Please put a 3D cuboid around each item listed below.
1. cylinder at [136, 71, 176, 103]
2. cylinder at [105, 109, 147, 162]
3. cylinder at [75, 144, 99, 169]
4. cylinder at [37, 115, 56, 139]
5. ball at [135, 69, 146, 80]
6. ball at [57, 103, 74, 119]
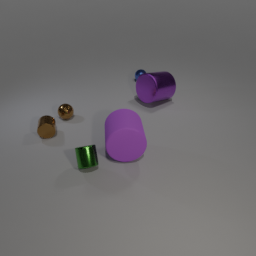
[{"bbox_3d":[1.328,-1.960,13.375,1.400,1.400,1.400,-15,34,-40],"label":"cylinder"},{"bbox_3d":[-0.117,0.237,9.930,1.400,1.400,1.400,-3,32,-4],"label":"cylinder"},{"bbox_3d":[-1.383,0.953,9.397,0.700,0.700,0.700,-10,-1,0],"label":"cylinder"},{"bbox_3d":[-3.251,-0.043,11.198,0.700,0.700,0.700,-6,33,-10],"label":"cylinder"},{"bbox_3d":[0.727,-2.954,15.785,0.700,0.700,0.700,0,32,0],"label":"ball"},{"bbox_3d":[-2.731,-0.724,12.278,0.700,0.700,0.700,0,32,0],"label":"ball"}]
